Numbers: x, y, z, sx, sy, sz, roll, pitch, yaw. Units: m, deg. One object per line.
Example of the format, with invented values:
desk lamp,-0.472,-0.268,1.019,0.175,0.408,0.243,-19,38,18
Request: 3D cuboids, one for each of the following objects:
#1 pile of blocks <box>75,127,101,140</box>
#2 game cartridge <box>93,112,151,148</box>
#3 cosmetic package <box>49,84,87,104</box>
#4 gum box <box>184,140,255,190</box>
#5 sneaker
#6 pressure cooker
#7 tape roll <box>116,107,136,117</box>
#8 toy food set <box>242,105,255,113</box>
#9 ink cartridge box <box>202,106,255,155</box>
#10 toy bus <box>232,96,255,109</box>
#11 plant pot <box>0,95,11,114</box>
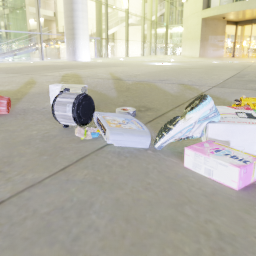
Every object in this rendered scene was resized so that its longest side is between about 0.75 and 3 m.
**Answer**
pile of blocks,-1.391,0.228,9.962,1.167,0.479,0.363,-2,-28,-39
game cartridge,-0.198,0.000,9.829,1.628,0.508,2.445,1,20,-20
cosmetic package,-3.209,-1.804,15.121,1.923,1.085,0.780,8,18,16
gum box,2.390,0.872,7.297,1.003,0.585,1.768,-14,22,-34
sneaker,1.793,0.063,8.532,2.284,0.986,0.887,-40,13,20
pressure cooker,-2.200,-0.774,10.828,1.505,1.344,1.323,7,56,29
tape roll,-0.096,-0.712,12.883,0.927,0.306,0.927,0,18,0
toy food set,5.352,-0.631,12.128,1.814,0.592,1.067,7,19,22
ink cartridge box,3.408,0.015,9.345,1.777,1.010,2.438,3,18,9
toy bus,5.687,-1.202,13.724,1.433,0.741,1.353,-12,21,-34
plant pot,-6.116,-1.114,13.128,1.043,1.072,1.072,5,16,-9
